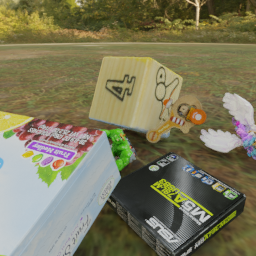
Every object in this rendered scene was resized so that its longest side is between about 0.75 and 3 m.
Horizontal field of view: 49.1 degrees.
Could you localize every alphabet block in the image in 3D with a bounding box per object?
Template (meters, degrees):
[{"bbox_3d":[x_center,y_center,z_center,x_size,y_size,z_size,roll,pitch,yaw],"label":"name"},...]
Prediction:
[{"bbox_3d":[0.209,-0.754,7.049,1.593,1.622,1.584,13,-2,39],"label":"alphabet block"}]

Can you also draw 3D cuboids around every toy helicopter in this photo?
[{"bbox_3d":[0.928,-0.204,6.013,1.371,0.907,0.541,-38,-1,10],"label":"toy helicopter"}]

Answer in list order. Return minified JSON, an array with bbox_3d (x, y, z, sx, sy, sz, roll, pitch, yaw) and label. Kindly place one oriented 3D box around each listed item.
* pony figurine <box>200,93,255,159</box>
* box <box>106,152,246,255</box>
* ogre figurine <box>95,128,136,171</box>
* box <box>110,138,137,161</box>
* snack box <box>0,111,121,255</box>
[{"bbox_3d":[2.650,0.101,6.250,1.603,1.335,1.547,12,17,-42],"label":"pony figurine"},{"bbox_3d":[0.676,1.090,4.293,1.521,0.374,1.575,-21,34,-31],"label":"box"},{"bbox_3d":[-0.303,0.384,5.136,0.679,0.555,1.132,-21,29,-7],"label":"ogre figurine"},{"bbox_3d":[-0.363,0.573,5.715,0.996,0.199,0.682,-25,20,-4],"label":"box"},{"bbox_3d":[-1.860,0.865,3.341,2.777,0.940,2.342,10,45,30],"label":"snack box"}]
